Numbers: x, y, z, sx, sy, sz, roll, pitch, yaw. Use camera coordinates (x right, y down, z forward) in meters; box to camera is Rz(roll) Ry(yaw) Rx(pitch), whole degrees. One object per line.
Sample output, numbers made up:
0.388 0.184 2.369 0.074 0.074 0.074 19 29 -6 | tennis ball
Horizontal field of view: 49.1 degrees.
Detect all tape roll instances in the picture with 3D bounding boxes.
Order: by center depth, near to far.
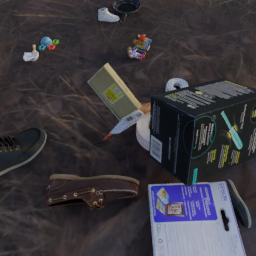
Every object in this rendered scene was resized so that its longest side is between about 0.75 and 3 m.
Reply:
1.140 0.063 10.178 1.687 0.590 1.687 0 54 0 | tape roll

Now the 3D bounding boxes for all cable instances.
2.027 -1.662 11.594 0.928 0.321 0.929 31 60 21 | cable

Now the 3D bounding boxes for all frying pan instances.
0.054 -6.190 14.834 1.506 0.405 2.490 -12 57 -7 | frying pan

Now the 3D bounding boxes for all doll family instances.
0.456 -3.678 12.988 0.865 0.628 1.394 26 76 9 | doll family

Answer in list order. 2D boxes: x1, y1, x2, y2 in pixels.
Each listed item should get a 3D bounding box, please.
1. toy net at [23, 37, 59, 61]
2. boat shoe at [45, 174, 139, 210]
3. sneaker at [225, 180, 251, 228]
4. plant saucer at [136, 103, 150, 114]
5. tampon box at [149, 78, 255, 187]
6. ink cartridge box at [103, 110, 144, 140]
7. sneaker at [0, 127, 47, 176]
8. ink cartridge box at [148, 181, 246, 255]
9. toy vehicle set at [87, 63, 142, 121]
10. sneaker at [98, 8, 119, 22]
-4.022 -3.554 12.974 0.988 0.364 1.884 25 60 14 | toy net
-1.094 2.026 8.552 2.860 1.007 1.006 -2 53 8 | boat shoe
3.056 2.390 8.578 0.834 0.587 1.570 -15 47 -3 | sneaker
0.544 -0.698 10.579 1.063 0.172 1.063 -23 15 6 | plant saucer
2.379 -0.019 8.464 2.966 2.223 1.872 -15 30 -28 | tampon box
-0.143 -0.023 9.365 0.365 1.278 1.039 47 39 9 | ink cartridge box
-3.997 0.630 9.236 2.726 1.448 1.019 -37 62 -24 | sneaker
1.895 2.814 8.208 2.472 0.536 2.449 -3 54 1 | ink cartridge box
-0.489 -1.205 9.767 1.857 1.154 0.246 51 49 -9 | toy vehicle set
-1.000 -5.856 14.448 1.088 0.629 0.401 1 52 -1 | sneaker
